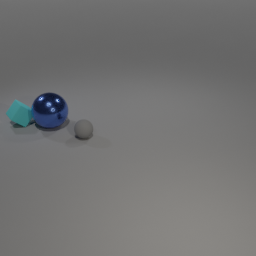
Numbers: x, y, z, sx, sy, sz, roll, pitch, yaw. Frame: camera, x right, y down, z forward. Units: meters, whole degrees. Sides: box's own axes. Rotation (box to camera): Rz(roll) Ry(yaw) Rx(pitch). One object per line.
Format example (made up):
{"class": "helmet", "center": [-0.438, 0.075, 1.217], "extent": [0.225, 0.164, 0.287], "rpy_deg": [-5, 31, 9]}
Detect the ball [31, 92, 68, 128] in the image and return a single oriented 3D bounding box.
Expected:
{"class": "ball", "center": [-3.039, -0.684, 10.930], "extent": [1.400, 1.400, 1.400], "rpy_deg": [0, 29, 0]}

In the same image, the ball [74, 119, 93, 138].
{"class": "ball", "center": [-1.627, 0.027, 10.287], "extent": [0.700, 0.700, 0.700], "rpy_deg": [0, 29, 0]}

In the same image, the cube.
{"class": "cube", "center": [-4.282, -0.585, 11.152], "extent": [0.700, 0.700, 0.700], "rpy_deg": [35, 0, 44]}
